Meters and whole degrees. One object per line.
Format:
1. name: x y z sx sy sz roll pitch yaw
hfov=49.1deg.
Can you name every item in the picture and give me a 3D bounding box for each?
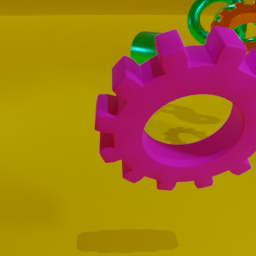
1. gear: 0.437 -0.033 2.010 1.316 1.316 0.243 -1 43 -3
2. gear: 1.979 -1.571 4.586 1.216 0.225 1.216 -8 61 15
3. cylinder: 0.727 -1.899 7.068 0.980 0.980 0.980 20 31 36
4. knot shape: 2.122 -2.233 6.216 0.893 1.808 1.933 -28 -10 -29
